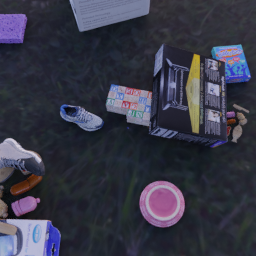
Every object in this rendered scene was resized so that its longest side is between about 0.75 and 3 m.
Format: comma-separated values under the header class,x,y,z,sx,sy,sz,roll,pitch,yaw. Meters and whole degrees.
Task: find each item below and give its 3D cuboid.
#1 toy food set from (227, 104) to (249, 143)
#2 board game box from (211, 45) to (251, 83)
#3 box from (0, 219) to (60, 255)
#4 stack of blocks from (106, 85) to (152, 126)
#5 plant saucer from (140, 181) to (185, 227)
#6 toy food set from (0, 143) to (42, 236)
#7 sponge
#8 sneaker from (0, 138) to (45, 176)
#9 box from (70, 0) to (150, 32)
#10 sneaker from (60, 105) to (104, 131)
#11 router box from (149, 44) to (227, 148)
class,x,y,z,sx,sy,sz,roll,pitch,yaw
toy food set,3.278,-0.153,8.733,0.708,0.175,1.114,29,79,11
board game box,3.448,-2.152,9.431,0.989,0.292,1.300,-6,69,-2
box,-3.065,3.138,7.258,2.480,0.514,1.477,0,68,2
stack of blocks,0.189,-0.685,8.749,1.671,0.489,0.962,12,69,5
plant saucer,0.953,2.083,7.765,1.255,0.318,1.255,0,69,1
toy food set,-3.141,1.664,7.900,1.585,0.393,2.493,11,59,7
sponge,-4.679,-3.530,9.974,1.987,0.296,1.109,-1,68,0
sneaker,-3.103,0.973,7.458,1.802,0.676,1.041,24,35,31
box,-0.881,-5.285,9.846,2.732,1.785,2.717,-17,70,-6
sneaker,-1.443,-0.336,8.554,1.427,0.608,0.550,16,70,6
router box,1.834,-0.969,8.434,2.165,0.719,2.754,12,68,-13
